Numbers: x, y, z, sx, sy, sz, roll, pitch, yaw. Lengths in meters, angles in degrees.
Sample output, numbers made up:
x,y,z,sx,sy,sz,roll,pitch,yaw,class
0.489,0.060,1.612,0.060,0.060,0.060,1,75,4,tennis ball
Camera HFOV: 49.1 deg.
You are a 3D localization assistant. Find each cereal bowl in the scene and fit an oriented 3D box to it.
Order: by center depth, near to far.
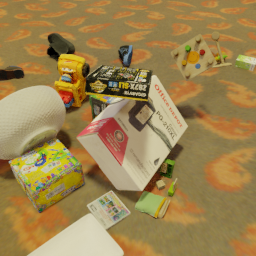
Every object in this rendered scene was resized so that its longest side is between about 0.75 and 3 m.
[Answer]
x,y,z,sx,sy,sz,roll,pitch,yaw,class
-3.082,0.058,8.743,2.795,2.795,1.164,-32,75,-31,cereal bowl

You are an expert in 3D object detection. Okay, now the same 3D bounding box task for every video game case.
x,y,z,sx,sy,sz,roll,pitch,yaw,class
-0.552,2.315,7.935,0.868,0.113,0.954,-26,47,-27,video game case

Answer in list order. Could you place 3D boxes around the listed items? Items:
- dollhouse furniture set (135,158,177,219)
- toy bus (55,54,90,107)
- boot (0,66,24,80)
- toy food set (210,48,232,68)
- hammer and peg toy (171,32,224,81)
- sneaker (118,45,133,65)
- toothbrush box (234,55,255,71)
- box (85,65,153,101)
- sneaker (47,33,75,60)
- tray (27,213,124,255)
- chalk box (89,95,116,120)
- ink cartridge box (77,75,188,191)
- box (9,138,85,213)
x,y,z,sx,sy,sz,roll,pitch,yaw,class
0.926,1.716,8.193,0.856,0.662,1.714,18,45,20,dollhouse furniture set
-2.369,-1.710,11.234,1.289,1.899,1.823,14,52,13,toy bus
-5.698,-2.636,13.319,1.446,0.540,0.701,-4,28,-14,boot
4.469,-3.807,14.639,1.318,0.383,1.909,-12,43,-13,toy food set
2.511,-2.541,9.703,1.728,1.271,0.609,-28,-5,17,hammer and peg toy
-0.190,-3.744,14.440,0.725,0.653,1.862,0,36,8,sneaker
5.914,-3.272,14.031,0.921,0.397,0.671,22,46,21,toothbrush box
-0.144,-1.151,6.849,1.418,0.438,1.776,8,22,3,box
-3.853,-4.318,14.914,2.594,0.779,1.353,34,47,28,sneaker
-1.608,3.359,6.604,2.810,0.312,1.509,-29,48,-29,tray
-0.520,-0.825,10.555,2.144,1.338,1.329,25,47,24,chalk box
0.269,0.100,8.568,1.246,2.138,2.954,-13,28,50,ink cartridge box
-2.395,1.342,8.380,1.582,0.965,1.524,-29,49,-28,box
